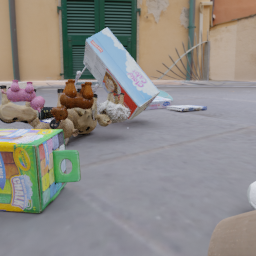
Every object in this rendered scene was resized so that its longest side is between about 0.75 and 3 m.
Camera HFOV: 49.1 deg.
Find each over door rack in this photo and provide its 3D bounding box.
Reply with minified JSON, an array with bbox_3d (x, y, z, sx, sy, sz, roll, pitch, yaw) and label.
[{"bbox_3d":[-0.976,-1.806,10.434,1.724,2.333,0.777,35,-1,-10],"label":"over door rack"}]

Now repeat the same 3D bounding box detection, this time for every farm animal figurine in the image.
[{"bbox_3d":[-1.738,-0.296,7.295,2.815,1.468,2.784,1,-2,33],"label":"farm animal figurine"}]

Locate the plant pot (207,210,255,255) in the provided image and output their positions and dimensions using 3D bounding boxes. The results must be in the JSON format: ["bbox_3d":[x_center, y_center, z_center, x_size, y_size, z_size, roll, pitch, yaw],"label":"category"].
[{"bbox_3d":[1.163,0.963,1.796,1.115,1.279,1.279,-12,1,41],"label":"plant pot"}]

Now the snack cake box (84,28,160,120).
[{"bbox_3d":[-0.302,-1.750,9.495,0.928,2.763,1.589,-37,-4,-19],"label":"snack cake box"}]

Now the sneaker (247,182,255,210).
[{"bbox_3d":[2.655,0.744,2.997,2.532,1.015,0.890,5,14,27],"label":"sneaker"}]

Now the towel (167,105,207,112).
[{"bbox_3d":[2.701,-0.916,12.875,1.568,0.187,1.151,-5,11,-29],"label":"towel"}]

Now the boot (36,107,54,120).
[{"bbox_3d":[-2.868,-0.549,10.389,1.021,0.488,1.352,0,12,-11],"label":"boot"}]

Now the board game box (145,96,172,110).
[{"bbox_3d":[0.769,-1.331,13.833,1.967,0.406,1.972,-8,20,-34],"label":"board game box"}]

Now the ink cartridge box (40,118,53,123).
[{"bbox_3d":[-1.836,-0.143,8.711,0.784,0.369,1.668,11,16,37],"label":"ink cartridge box"}]

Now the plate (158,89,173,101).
[{"bbox_3d":[1.736,-1.949,16.259,1.842,0.235,1.842,9,28,-5],"label":"plate"}]

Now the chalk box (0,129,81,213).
[{"bbox_3d":[-1.451,0.553,3.982,1.529,0.951,0.946,0,12,9],"label":"chalk box"}]
